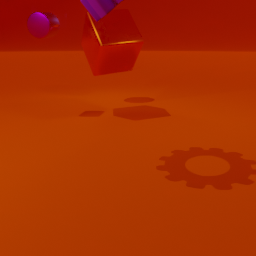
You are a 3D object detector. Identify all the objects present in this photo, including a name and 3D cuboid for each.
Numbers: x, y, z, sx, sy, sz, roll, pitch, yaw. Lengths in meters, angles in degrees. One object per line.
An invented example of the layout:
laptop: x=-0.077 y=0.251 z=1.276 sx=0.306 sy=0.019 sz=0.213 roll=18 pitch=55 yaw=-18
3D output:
cube: x=-0.530 y=-2.617 z=8.607 sx=1.363 sy=1.363 sz=1.363 roll=-13 pitch=-23 yaw=-22
gear: x=0.208 y=-2.189 z=3.702 sx=1.894 sy=0.350 sz=1.894 roll=-35 pitch=22 yaw=16
cylinder: x=-2.435 y=-2.973 z=8.101 sx=0.701 sy=0.701 sz=0.701 roll=3 pitch=22 yaw=9
